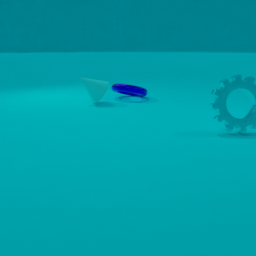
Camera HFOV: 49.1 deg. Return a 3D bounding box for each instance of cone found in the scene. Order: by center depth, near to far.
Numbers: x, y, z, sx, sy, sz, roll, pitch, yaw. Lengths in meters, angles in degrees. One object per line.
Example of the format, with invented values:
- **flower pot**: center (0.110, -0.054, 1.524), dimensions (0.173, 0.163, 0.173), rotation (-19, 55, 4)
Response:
- **cone**: center (-1.451, -1.651, 10.847), dimensions (1.029, 1.026, 1.026), rotation (34, 3, -25)

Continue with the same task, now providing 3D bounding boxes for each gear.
- **gear**: center (2.875, -0.620, 7.269), dimensions (1.472, 1.472, 0.272), rotation (-1, 0, -3)

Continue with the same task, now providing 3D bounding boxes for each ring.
- **ring**: center (0.066, -1.622, 12.036), dimensions (1.589, 0.318, 1.589), rotation (9, 1, 0)
